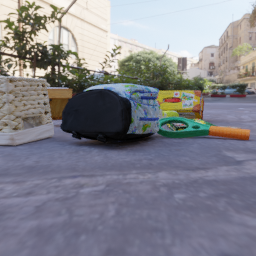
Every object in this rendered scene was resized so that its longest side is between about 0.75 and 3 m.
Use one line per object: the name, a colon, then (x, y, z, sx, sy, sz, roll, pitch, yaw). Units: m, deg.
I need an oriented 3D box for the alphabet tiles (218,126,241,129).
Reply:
alphabet tiles: (3.385, 0.010, 10.035, 1.182, 0.045, 0.988, -3, 7, -19)

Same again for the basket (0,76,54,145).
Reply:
basket: (-3.614, -0.525, 7.590, 2.695, 1.662, 1.827, 3, 8, 19)

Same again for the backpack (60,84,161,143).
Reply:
backpack: (-0.138, -0.410, 7.357, 2.055, 1.937, 2.519, 1, -12, 38)

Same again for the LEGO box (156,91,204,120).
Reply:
LEGO box: (2.251, -1.040, 13.188, 2.421, 0.934, 1.803, 3, -11, 21)

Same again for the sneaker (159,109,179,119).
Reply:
sneaker: (1.365, -0.479, 12.284, 1.677, 0.635, 0.881, 7, -8, -25)

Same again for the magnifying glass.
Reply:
magnifying glass: (2.040, 0.038, 7.961, 2.622, 0.294, 1.043, 8, 28, 22)

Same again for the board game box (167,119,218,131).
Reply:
board game box: (2.120, -0.073, 9.702, 1.310, 0.293, 2.501, 0, 7, 1)

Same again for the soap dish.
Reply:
soap dish: (-2.789, -0.881, 10.766, 1.118, 1.421, 0.577, -4, 49, -33)
